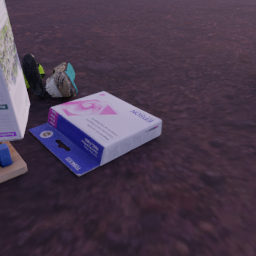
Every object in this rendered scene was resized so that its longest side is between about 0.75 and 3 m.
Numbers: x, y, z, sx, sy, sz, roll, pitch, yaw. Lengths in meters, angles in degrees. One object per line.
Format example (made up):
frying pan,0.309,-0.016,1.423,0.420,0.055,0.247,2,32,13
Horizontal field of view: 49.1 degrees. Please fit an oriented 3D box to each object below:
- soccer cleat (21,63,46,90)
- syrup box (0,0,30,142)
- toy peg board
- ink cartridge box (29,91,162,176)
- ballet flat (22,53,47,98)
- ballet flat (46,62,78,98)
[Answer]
soccer cleat,-3.893,-1.355,9.060,1.130,0.942,2.789,-6,26,35
syrup box,-2.411,-1.160,4.315,1.157,2.841,1.119,-4,39,-7
toy peg board,-3.459,0.455,5.854,1.920,0.939,1.912,-23,38,-32
ink cartridge box,-0.868,-0.075,7.142,2.514,0.544,2.468,-23,39,-36
ballet flat,-3.052,-1.682,9.085,0.517,1.556,0.442,-20,-9,7
ballet flat,-2.249,-1.515,9.344,1.011,0.911,2.685,-24,28,-2
